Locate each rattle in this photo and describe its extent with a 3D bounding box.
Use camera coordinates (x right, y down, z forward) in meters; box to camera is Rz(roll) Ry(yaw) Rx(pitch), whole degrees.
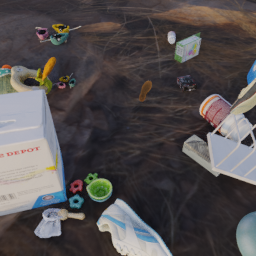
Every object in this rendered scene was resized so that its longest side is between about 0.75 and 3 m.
[{"bbox_3d":[-4.535,-2.616,12.072,2.649,1.892,1.724,35,57,11],"label":"rattle"}]

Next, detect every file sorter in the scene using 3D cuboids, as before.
[{"bbox_3d":[3.882,0.683,8.850,2.194,1.366,1.522,19,43,-11],"label":"file sorter"}]

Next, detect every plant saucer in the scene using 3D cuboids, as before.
[{"bbox_3d":[4.028,3.079,7.605,2.014,0.388,2.014,0,44,0],"label":"plant saucer"}]

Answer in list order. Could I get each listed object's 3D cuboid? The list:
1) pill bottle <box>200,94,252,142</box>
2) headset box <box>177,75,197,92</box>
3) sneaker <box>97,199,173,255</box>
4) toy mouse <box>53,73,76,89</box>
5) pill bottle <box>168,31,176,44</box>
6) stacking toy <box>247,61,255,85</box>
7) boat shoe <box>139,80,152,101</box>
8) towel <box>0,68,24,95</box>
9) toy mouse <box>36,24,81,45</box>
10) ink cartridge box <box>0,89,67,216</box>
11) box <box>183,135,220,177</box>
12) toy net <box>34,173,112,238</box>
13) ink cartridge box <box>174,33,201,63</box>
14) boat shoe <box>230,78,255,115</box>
[{"bbox_3d":[3.684,-0.365,10.608,1.060,1.060,1.857,-19,47,-19],"label":"pill bottle"},{"bbox_3d":[2.677,-2.058,12.843,0.651,0.338,0.875,-10,47,-10],"label":"headset box"},{"bbox_3d":[0.229,3.015,7.379,1.004,0.951,2.485,-40,51,-21],"label":"sneaker"},{"bbox_3d":[-2.812,-2.014,12.874,1.181,0.229,1.050,-26,50,-24],"label":"toy mouse"},{"bbox_3d":[2.482,-5.123,15.888,0.428,0.428,0.756,3,46,3],"label":"pill bottle"},{"bbox_3d":[7.040,-2.246,12.463,2.896,1.589,1.681,20,44,3],"label":"stacking toy"},{"bbox_3d":[0.636,-1.407,10.297,0.313,0.888,0.312,27,36,-2],"label":"boat shoe"},{"bbox_3d":[-5.654,-2.024,12.728,1.874,0.461,2.526,-11,45,-13],"label":"towel"},{"bbox_3d":[-4.308,-5.199,15.900,2.659,0.515,2.363,11,45,11],"label":"toy mouse"},{"bbox_3d":[-3.158,0.725,8.158,2.153,2.925,2.115,-10,45,-10],"label":"ink cartridge box"},{"bbox_3d":[2.666,0.927,9.681,0.624,0.519,1.518,-33,53,-29],"label":"box"},{"bbox_3d":[-1.722,2.214,8.401,2.516,0.486,1.320,-29,52,-26],"label":"toy net"},{"bbox_3d":[3.276,-4.204,14.589,1.817,0.943,0.539,-30,52,-27],"label":"ink cartridge box"},{"bbox_3d":[3.916,-1.085,8.978,0.632,1.777,0.556,3,54,-30],"label":"boat shoe"}]
